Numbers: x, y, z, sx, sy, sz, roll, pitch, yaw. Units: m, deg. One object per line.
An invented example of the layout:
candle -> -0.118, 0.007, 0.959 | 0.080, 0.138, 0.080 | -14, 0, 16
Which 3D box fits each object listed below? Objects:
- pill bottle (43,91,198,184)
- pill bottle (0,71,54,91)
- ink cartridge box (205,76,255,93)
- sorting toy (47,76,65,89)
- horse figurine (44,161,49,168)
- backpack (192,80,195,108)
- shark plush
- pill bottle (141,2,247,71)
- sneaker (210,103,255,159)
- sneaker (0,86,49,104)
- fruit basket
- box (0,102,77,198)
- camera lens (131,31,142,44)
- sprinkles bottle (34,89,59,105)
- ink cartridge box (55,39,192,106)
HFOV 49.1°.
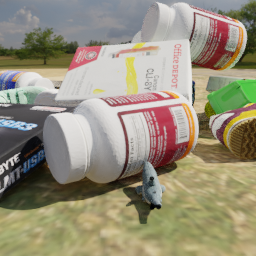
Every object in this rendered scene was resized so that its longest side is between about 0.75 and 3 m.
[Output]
pill bottle -> -0.082, 0.118, 4.477 | 2.285, 1.291, 1.291 | -10, 18, -34
pill bottle -> -3.956, -1.479, 10.637 | 2.351, 1.317, 1.317 | 9, 17, 33
ink cartridge box -> 3.995, -1.009, 8.883 | 2.115, 0.531, 2.437 | 17, 2, 44
sorting toy -> -2.162, -1.668, 12.096 | 2.786, 0.970, 2.770 | 7, 16, 27
horse figurine -> -1.172, 0.196, 5.597 | 1.883, 0.470, 1.248 | -24, 25, -28
backpack -> 0.985, -1.162, 8.551 | 2.194, 1.762, 2.397 | 8, 14, 22
shark plush -> 0.271, 0.786, 3.677 | 0.429, 0.394, 0.945 | 2, 15, 9
pill bottle -> 1.782, -2.551, 7.806 | 2.653, 1.498, 1.498 | 8, 11, -21
sneaker -> 3.186, -0.120, 5.805 | 2.914, 1.092, 1.313 | -2, 21, -9
sneaker -> -3.605, -0.730, 8.549 | 2.421, 0.891, 1.428 | -11, 10, -5
fruit basket -> 2.920, -0.481, 7.557 | 2.025, 1.460, 2.025 | -20, -23, -9
box -> -2.497, 0.227, 4.681 | 2.573, 0.639, 2.554 | 6, 26, 23
camera lens -> 0.988, -2.331, 10.923 | 2.078, 2.078, 2.597 | 0, -21, 0
sprinkles bottle -> -1.760, -0.852, 8.887 | 0.982, 0.982, 2.878 | 4, 14, 16
ink cartridge box -> 0.048, -0.966, 6.538 | 2.815, 1.174, 2.043 | 0, 48, 13
